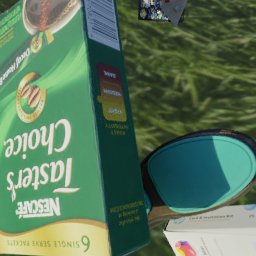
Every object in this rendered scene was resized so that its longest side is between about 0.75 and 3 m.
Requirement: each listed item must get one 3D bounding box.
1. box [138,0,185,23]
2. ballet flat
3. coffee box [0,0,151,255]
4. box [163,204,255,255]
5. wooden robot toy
[{"bbox_3d":[0.695,-2.716,5.777,0.981,0.989,0.246,13,30,23],"label":"box"},{"bbox_3d":[0.483,0.768,3.758,0.945,2.764,0.940,-9,70,-55],"label":"ballet flat"},{"bbox_3d":[-0.836,-0.121,3.255,1.842,0.659,2.996,-14,78,35],"label":"coffee box"},{"bbox_3d":[1.843,1.769,3.395,1.813,2.325,0.479,62,36,-13],"label":"box"},{"bbox_3d":[0.765,-2.593,4.421,1.005,0.976,2.216,-32,51,27],"label":"wooden robot toy"}]
